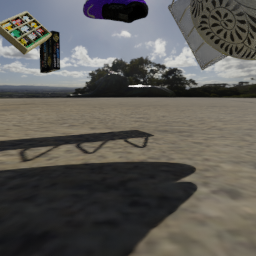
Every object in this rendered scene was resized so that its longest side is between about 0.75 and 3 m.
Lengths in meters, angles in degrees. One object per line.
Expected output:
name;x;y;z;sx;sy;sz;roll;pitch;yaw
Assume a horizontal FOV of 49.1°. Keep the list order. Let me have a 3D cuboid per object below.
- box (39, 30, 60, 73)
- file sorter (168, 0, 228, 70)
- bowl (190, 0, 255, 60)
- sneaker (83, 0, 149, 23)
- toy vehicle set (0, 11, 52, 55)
box;-3.040;-2.904;10.845;0.332;1.444;1.148;-3;4;-42
file sorter;2.688;-3.463;8.889;1.739;2.506;1.560;-29;1;4
bowl;2.732;-2.928;5.806;2.729;2.729;1.281;1;-12;7
sneaker;-0.355;-4.103;9.732;2.345;0.815;1.166;-10;49;-12
toy vehicle set;-3.438;-3.226;9.391;0.246;1.151;1.853;-40;18;32
